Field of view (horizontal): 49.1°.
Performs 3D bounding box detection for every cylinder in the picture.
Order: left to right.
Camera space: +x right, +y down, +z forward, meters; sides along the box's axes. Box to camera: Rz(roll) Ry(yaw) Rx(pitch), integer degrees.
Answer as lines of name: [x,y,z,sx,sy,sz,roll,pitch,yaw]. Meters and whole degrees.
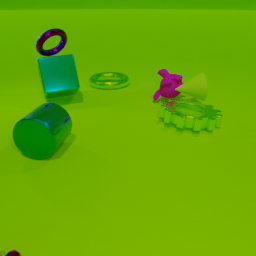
cylinder: [-1.915,0.048,6.389,1.004,1.004,1.004,5,25,10]

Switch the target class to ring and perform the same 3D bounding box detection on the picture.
ring: [-2.401,-2.690,8.844,1.077,1.077,0.215,-23,70,-40]
ring: [-0.756,-1.955,11.460,1.690,0.338,1.690,0,25,0]

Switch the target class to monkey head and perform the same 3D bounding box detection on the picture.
monkey head: [1.378,-1.501,9.529,1.374,0.828,0.988,-24,51,-15]

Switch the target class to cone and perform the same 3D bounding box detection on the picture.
cone: [1.961,-1.280,9.004,0.911,0.907,0.907,-6,25,-1]

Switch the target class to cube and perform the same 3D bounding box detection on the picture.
cube: [-2.334,-1.699,9.387,1.140,1.140,1.140,-11,0,-17]

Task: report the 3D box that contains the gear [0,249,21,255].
gear: [-1.817,1.987,3.137,1.443,0.267,1.443,0,25,0]

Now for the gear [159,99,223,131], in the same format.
gear: [1.773,-0.414,7.991,1.724,0.319,1.724,5,23,-2]
